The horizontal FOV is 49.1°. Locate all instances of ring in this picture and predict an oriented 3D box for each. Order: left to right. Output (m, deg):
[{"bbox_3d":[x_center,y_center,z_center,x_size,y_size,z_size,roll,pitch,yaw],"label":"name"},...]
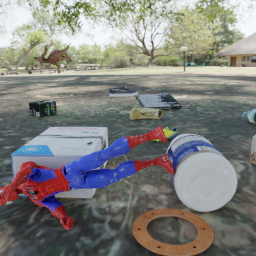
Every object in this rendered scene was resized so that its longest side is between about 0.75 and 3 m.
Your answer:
[{"bbox_3d":[0.638,1.502,4.069,1.147,0.110,1.147,-1,13,0],"label":"ring"}]

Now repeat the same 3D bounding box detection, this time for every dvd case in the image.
[{"bbox_3d":[1.576,-1.376,14.716,2.033,0.251,1.528,-5,31,-16],"label":"dvd case"}]

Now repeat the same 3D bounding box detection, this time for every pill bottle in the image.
[{"bbox_3d":[1.272,0.702,5.374,1.020,1.020,1.838,0,13,1],"label":"pill bottle"}]

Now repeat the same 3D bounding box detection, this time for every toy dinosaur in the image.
[{"bbox_3d":[-2.575,-2.474,9.739,1.400,0.601,0.949,-30,-29,31],"label":"toy dinosaur"}]

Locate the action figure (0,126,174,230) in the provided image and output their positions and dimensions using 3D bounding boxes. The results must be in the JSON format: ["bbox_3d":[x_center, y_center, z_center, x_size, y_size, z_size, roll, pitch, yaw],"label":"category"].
[{"bbox_3d":[-0.742,0.873,4.306,2.960,0.966,1.465,-15,19,2],"label":"action figure"}]

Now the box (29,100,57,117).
[{"bbox_3d":[-3.888,-0.903,12.842,0.742,0.621,0.999,9,17,32],"label":"box"}]

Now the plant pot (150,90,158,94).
[{"bbox_3d":[1.596,-1.663,15.815,0.732,0.839,0.839,21,18,12],"label":"plant pot"}]

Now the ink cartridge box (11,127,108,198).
[{"bbox_3d":[-1.282,0.560,6.285,1.504,0.879,2.593,1,14,4],"label":"ink cartridge box"}]

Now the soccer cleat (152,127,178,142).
[{"bbox_3d":[1.095,0.184,8.771,1.029,0.430,0.333,-5,15,-20],"label":"soccer cleat"}]

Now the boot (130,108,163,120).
[{"bbox_3d":[0.791,-0.586,11.884,1.039,0.487,1.337,9,13,33],"label":"boot"}]

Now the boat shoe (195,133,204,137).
[{"bbox_3d":[2.177,0.278,8.746,0.294,0.260,0.803,-5,14,-18],"label":"boat shoe"}]

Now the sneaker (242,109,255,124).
[{"bbox_3d":[5.485,-0.613,11.532,1.819,0.706,0.785,-7,12,-28],"label":"sneaker"}]

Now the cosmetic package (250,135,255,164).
[{"bbox_3d":[3.829,0.583,6.559,1.617,0.706,0.836,10,16,38],"label":"cosmetic package"}]

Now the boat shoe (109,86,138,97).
[{"bbox_3d":[-0.308,-2.593,19.565,2.104,0.713,0.755,-3,14,-13],"label":"boat shoe"}]
